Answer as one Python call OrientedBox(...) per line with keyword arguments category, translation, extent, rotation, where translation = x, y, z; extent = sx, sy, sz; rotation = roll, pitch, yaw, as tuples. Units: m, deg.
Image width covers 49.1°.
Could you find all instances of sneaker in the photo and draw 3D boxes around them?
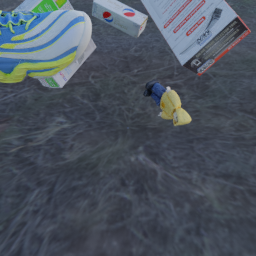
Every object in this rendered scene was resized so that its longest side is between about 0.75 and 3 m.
OrientedBox(category="sneaker", translation=(-2.065, -1.411, 4.525), extent=(2.849, 1.496, 1.079), rotation=(-14, 72, 22))

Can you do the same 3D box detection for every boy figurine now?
OrientedBox(category="boy figurine", translation=(0.638, -0.358, 4.561), extent=(0.306, 0.591, 0.951), rotation=(-18, 55, -30))

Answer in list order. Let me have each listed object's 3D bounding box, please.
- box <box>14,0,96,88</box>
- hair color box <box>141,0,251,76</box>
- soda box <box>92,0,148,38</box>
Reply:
OrientedBox(category="box", translation=(-2.158, -2.450, 7.677), extent=(0.983, 2.034, 1.795), rotation=(12, 58, 39))
OrientedBox(category="hair color box", translation=(1.470, -2.774, 6.740), extent=(0.855, 1.484, 2.676), rotation=(14, 44, -45))
OrientedBox(category="soda box", translation=(-0.296, -3.910, 9.749), extent=(1.862, 0.593, 0.634), rotation=(29, 58, 5))
